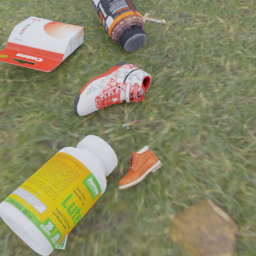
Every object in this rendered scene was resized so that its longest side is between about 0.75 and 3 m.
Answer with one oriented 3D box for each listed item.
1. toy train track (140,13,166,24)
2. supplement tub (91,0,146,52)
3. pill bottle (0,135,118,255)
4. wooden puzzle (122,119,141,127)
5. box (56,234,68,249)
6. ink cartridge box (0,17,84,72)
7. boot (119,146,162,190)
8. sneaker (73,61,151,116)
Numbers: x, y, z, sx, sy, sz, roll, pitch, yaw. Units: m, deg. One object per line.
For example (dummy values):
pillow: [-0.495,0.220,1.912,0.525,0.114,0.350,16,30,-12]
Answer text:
toy train track: [0.932,-4.421,11.268,1.197,0.195,0.687,18,60,10]
supplement tub: [-0.284,-4.045,10.238,1.357,1.357,2.537,-23,71,-13]
pill bottle: [-1.508,1.447,6.776,1.534,1.534,2.762,32,54,18]
wooden puzzle: [0.119,-0.138,8.135,0.552,0.931,0.065,-15,93,4]
box: [-1.909,2.656,6.971,0.802,0.146,0.578,6,59,5]
ink cartridge box: [-3.070,-2.983,9.649,2.216,0.685,2.733,15,38,9]
boot: [0.193,1.068,7.523,1.430,0.537,0.767,-33,91,-31]
sneaker: [-0.394,-1.091,8.739,1.383,0.861,2.580,30,59,28]
